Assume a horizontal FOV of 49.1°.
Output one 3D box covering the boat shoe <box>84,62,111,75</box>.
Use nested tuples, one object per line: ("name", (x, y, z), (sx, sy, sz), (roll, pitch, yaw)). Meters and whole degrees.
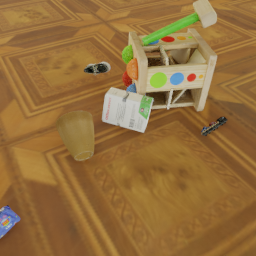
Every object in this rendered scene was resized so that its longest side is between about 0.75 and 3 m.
("boat shoe", (-1.029, -1.929, 9.119), (1.006, 0.372, 0.344), (10, 39, 33))

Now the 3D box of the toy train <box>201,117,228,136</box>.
("toy train", (2.341, -0.066, 7.642), (1.004, 0.171, 0.230), (-29, 66, -28))

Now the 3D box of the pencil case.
("pencil case", (-2.548, 1.926, 5.273), (0.401, 0.446, 1.027), (3, 36, 43))

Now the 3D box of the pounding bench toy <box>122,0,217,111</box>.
("pounding bench toy", (1.004, -2.026, 7.780), (2.242, 2.874, 1.786), (-5, 43, -8))

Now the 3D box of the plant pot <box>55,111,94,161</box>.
("plant pot", (-1.212, 0.253, 6.873), (0.942, 0.942, 1.011), (-13, 64, -14))

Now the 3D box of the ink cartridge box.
("ink cartridge box", (-0.020, -0.487, 7.380), (1.186, 0.865, 0.498), (16, 32, 6))
